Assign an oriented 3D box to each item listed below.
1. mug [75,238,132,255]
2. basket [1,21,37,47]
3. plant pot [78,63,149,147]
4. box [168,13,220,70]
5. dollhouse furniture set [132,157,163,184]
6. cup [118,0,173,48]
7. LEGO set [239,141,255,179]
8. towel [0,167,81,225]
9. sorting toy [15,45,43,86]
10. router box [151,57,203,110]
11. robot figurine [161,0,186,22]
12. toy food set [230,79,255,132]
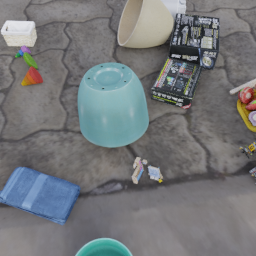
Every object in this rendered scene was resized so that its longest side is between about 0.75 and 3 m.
[{"bbox_3d":[-0.655,3.925,7.004,1.633,1.229,1.988,18,56,13],"label":"mug"},{"bbox_3d":[-5.250,-4.575,13.647,1.406,0.867,0.953,3,53,1],"label":"basket"},{"bbox_3d":[-0.574,-0.991,9.947,2.644,2.122,2.644,-2,46,2],"label":"plant pot"},{"bbox_3d":[3.093,-4.084,13.105,2.134,1.122,2.606,9,53,7],"label":"box"},{"bbox_3d":[0.636,1.493,9.090,0.878,0.828,0.573,12,53,24],"label":"dollhouse furniture set"},{"bbox_3d":[0.935,-4.885,13.064,1.942,2.715,2.715,12,49,-23],"label":"cup"},{"bbox_3d":[4.616,1.210,9.430,1.362,1.026,1.771,3,50,-35],"label":"LEGO set"},{"bbox_3d":[-2.746,2.071,8.826,2.326,0.564,1.298,15,54,12],"label":"towel"},{"bbox_3d":[-4.562,-2.698,12.453,0.840,0.846,2.439,-33,58,5],"label":"sorting toy"},{"bbox_3d":[2.070,-1.915,11.750,1.633,0.677,2.180,18,54,13],"label":"router box"},{"bbox_3d":[1.861,-6.255,14.654,2.258,1.275,1.915,5,53,4],"label":"robot figurine"},{"bbox_3d":[5.121,-1.028,10.732,1.676,0.930,2.848,-19,54,4],"label":"toy food set"}]
